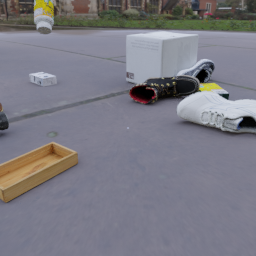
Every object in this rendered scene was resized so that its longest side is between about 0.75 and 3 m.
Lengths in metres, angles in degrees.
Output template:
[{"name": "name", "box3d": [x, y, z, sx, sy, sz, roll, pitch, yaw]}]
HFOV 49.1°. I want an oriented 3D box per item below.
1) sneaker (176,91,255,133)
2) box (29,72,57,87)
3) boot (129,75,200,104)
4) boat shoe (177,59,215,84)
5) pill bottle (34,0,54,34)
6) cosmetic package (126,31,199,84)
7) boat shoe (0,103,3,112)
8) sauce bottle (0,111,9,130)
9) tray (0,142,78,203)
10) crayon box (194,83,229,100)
[{"name": "sneaker", "box3d": [2.860, -0.427, 8.513, 2.769, 1.032, 1.206, 5, 29, 13]}, {"name": "box", "box3d": [-4.160, -2.396, 13.694, 0.768, 0.396, 1.316, -22, 31, -40]}, {"name": "boot", "box3d": [1.403, -1.529, 11.073, 2.455, 0.898, 1.849, 10, 24, 30]}, {"name": "boat shoe", "box3d": [3.481, -2.538, 13.247, 0.992, 1.050, 2.927, 21, 33, 40]}, {"name": "pill bottle", "box3d": [-3.156, -4.217, 10.528, 0.708, 1.255, 0.708, -4, -13, -1]}, {"name": "cosmetic package", "box3d": [1.636, -3.347, 13.523, 2.739, 2.260, 2.258, -21, 31, -40]}, {"name": "boat shoe", "box3d": [-4.758, -0.542, 9.075, 0.741, 0.695, 2.058, 3, 24, 8]}, {"name": "sauce bottle", "box3d": [-4.565, 0.137, 7.394, 2.670, 0.864, 0.864, -18, 29, -40]}, {"name": "tray", "box3d": [-2.126, 0.900, 6.241, 0.926, 0.348, 1.877, 17, 28, 35]}, {"name": "crayon box", "box3d": [3.368, -1.469, 11.557, 1.015, 0.406, 1.598, -1, 24, -3]}]
